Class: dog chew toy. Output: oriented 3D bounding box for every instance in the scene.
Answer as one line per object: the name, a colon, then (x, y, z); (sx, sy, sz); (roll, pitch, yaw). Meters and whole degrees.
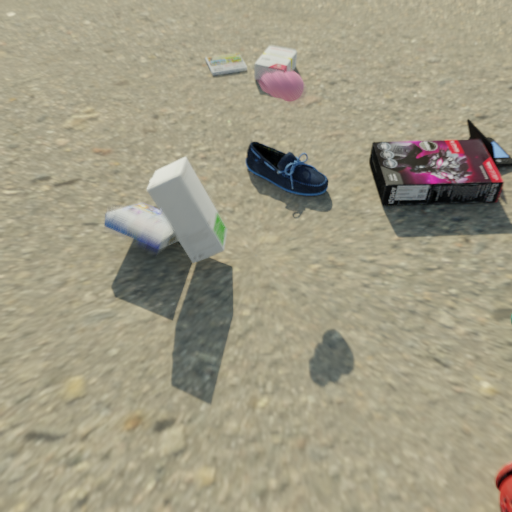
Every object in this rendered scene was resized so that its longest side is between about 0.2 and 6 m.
dog chew toy: (0.447, -3.125, 10.253); (0.832, 0.518, 0.518); (1, 43, -28)

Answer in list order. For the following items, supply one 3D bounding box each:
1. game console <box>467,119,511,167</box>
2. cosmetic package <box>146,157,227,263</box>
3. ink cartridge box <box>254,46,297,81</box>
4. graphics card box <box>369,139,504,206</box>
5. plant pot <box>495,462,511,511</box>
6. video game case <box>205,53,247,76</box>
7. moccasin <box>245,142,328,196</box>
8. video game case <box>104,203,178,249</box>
game console: (5.444, -2.633, 12.973); (0.982, 0.650, 1.116); (-5, 46, -16)
cosmetic package: (-1.236, -0.827, 10.276); (0.710, 1.675, 0.901); (-21, 30, 14)
ink cartridge box: (0.562, -5.356, 15.732); (0.868, 0.499, 1.195); (16, 49, 15)
graphics card box: (3.890, -1.854, 12.320); (2.549, 0.648, 1.599); (-2, 47, -1)
plant pot: (3.652, 3.227, 7.324); (0.973, 0.973, 0.886); (0, 38, 0)
video game case: (-0.870, -5.541, 16.179); (1.031, 0.118, 0.938); (-13, 48, -10)
moccasin: (0.619, -1.931, 12.349); (2.052, 0.700, 0.826); (21, 50, 19)
video game case: (-2.073, -0.603, 10.935); (1.299, 0.295, 1.177); (23, 24, 18)
